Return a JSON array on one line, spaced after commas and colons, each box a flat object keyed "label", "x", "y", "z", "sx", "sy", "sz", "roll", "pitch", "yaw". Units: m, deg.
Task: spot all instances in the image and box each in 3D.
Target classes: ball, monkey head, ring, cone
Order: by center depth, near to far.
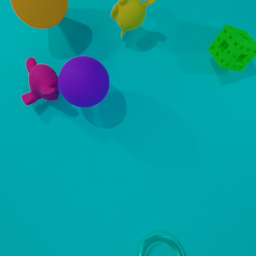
[{"label": "ball", "x": -1.201, "y": -1.259, "z": 7.693, "sx": 1.399, "sy": 1.399, "sz": 1.399, "roll": 0, "pitch": 85, "yaw": 0}, {"label": "ring", "x": 0.929, "y": 3.803, "z": 8.052, "sx": 1.485, "sy": 0.297, "sz": 1.485, "roll": 4, "pitch": 68, "yaw": -11}, {"label": "monkey head", "x": 0.081, "y": -3.438, "z": 8.217, "sx": 0.923, "sy": 1.102, "sz": 1.531, "roll": 37, "pitch": 130, "yaw": -20}, {"label": "monkey head", "x": -2.638, "y": -1.266, "z": 8.239, "sx": 1.233, "sy": 1.033, "sz": 1.714, "roll": -30, "pitch": 59, "yaw": -15}, {"label": "cone", "x": -2.539, "y": -3.703, "z": 8.280, "sx": 1.516, "sy": 1.521, "sz": 1.516, "roll": -3, "pitch": 107, "yaw": -11}]

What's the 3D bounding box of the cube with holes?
[{"label": "cube with holes", "x": 3.110, "y": -2.328, "z": 8.241, "sx": 0.882, "sy": 0.882, "sz": 0.882, "roll": 3, "pitch": 50, "yaw": -30}]
